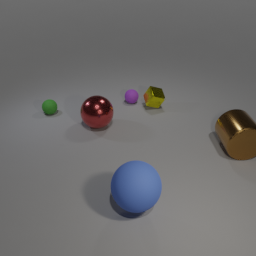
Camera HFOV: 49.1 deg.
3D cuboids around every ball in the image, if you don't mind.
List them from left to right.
[{"bbox_3d":[-3.631,-0.979,12.989,0.700,0.700,0.700,0,32,0],"label":"ball"},{"bbox_3d":[-1.307,-0.675,11.835,1.400,1.400,1.400,0,32,0],"label":"ball"},{"bbox_3d":[0.180,-1.582,13.966,0.700,0.700,0.700,0,32,0],"label":"ball"},{"bbox_3d":[0.225,1.597,7.696,1.400,1.400,1.400,0,32,0],"label":"ball"}]

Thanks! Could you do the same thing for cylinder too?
[{"bbox_3d":[4.111,0.228,10.348,1.400,1.400,1.400,-2,32,-3],"label":"cylinder"}]

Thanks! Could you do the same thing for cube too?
[{"bbox_3d":[1.250,-1.467,13.334,0.700,0.700,0.700,8,50,-28],"label":"cube"}]
